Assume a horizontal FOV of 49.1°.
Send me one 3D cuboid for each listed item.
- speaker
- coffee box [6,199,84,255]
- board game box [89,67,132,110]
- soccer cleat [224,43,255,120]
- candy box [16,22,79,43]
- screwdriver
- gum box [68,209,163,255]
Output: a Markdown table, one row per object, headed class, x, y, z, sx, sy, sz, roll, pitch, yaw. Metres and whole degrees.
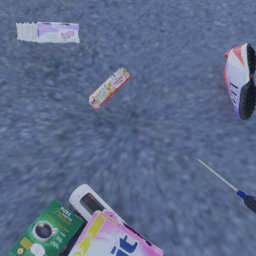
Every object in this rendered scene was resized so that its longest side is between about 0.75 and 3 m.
| class | x | y | z | sx | sy | sz | roll | pitch | yaw |
| --- | --- | --- | --- | --- | --- | --- | --- | --- | --- |
| speaker | -0.625 | 1.764 | 5.796 | 0.529 | 0.529 | 1.303 | -40 | 63 | -23 |
| coffee box | -1.626 | 2.236 | 5.666 | 0.848 | 0.303 | 1.378 | 31 | 63 | 14 |
| board game box | -0.474 | -1.022 | 7.014 | 1.167 | 0.884 | 0.270 | -43 | 106 | 6 |
| soccer cleat | 2.941 | -1.195 | 7.480 | 0.785 | 0.732 | 2.145 | -9 | 67 | 44 |
| candy box | -2.262 | -2.688 | 7.891 | 1.222 | 0.521 | 1.457 | -13 | 24 | -39 |
| screwdriver | 2.245 | 1.298 | 6.109 | 1.868 | 0.261 | 0.272 | 36 | 58 | 23 |
| gum box | -0.484 | 2.649 | 4.646 | 1.316 | 0.767 | 2.319 | 29 | 79 | 14 |
